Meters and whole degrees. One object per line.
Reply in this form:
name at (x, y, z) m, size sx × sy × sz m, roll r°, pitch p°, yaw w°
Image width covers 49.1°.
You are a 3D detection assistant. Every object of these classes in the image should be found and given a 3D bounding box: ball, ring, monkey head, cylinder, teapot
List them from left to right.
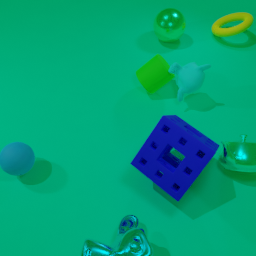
ball at (-2.640, 0.730, 6.676) m, size 0.802 × 0.802 × 0.802 m, roll 0°, pitch 51°, yaw 0°
monkey head at (-0.200, 2.449, 5.134) m, size 1.397 × 1.170 × 1.941 m, roll 14°, pitch 60°, yaw -5°
cylinder at (0.826, -1.636, 8.490) m, size 0.865 × 0.865 × 0.865 m, roll -36°, pitch 48°, yaw 23°
ball at (1.515, -3.745, 10.228) m, size 1.190 × 1.190 × 1.190 m, roll 0°, pitch 51°, yaw 0°
monkey head at (1.639, -1.418, 7.811) m, size 0.950 × 1.321 × 0.796 m, roll 13°, pitch 36°, yaw -39°
ring at (3.881, -3.867, 10.456) m, size 1.476 × 0.295 × 1.476 m, roll -17°, pitch 37°, yaw 14°
teapot at (2.704, 0.585, 6.664) m, size 1.766 × 0.864 × 1.098 m, roll 3°, pitch -1°, yaw -40°

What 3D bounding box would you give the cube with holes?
cube with holes at (1.080, 0.580, 6.203) m, size 1.257 × 1.257 × 1.257 m, roll 37°, pitch 15°, yaw 15°
